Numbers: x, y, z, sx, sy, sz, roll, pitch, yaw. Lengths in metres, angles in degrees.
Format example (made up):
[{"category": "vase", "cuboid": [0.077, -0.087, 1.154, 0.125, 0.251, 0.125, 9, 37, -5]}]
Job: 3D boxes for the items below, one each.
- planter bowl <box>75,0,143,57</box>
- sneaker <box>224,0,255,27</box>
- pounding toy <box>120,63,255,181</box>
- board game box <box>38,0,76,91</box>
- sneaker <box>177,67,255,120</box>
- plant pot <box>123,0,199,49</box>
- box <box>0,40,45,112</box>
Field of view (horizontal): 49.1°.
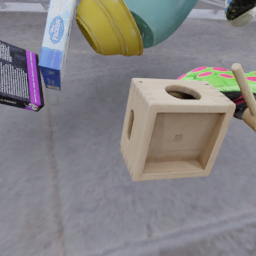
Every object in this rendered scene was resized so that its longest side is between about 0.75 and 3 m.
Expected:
[{"category": "planter bowl", "cuboid": [-0.649, -2.553, 7.049, 0.954, 2.290, 2.290, -36, 50, -5]}, {"category": "sneaker", "cuboid": [2.478, -2.837, 6.228, 0.794, 0.801, 2.210, -19, 1, 21]}, {"category": "pounding toy", "cuboid": [0.962, -0.221, 3.828, 1.868, 1.641, 0.855, -1, 32, -18]}, {"category": "board game box", "cuboid": [-1.736, -2.364, 7.136, 0.525, 2.422, 2.410, 11, 84, -12]}, {"category": "sneaker", "cuboid": [2.228, -0.665, 6.005, 2.565, 1.074, 0.984, 5, 35, -1]}, {"category": "plant pot", "cuboid": [0.534, -3.940, 8.497, 3.006, 3.006, 2.412, 23, 77, 23]}, {"category": "box", "cuboid": [-3.135, -1.373, 6.486, 2.334, 0.421, 1.668, 15, 52, -46]}]
